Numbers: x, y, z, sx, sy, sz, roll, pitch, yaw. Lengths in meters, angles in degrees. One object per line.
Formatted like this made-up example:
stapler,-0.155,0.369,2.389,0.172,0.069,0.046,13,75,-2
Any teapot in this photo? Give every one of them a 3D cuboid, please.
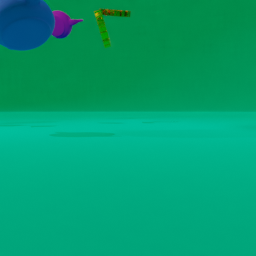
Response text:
teapot,-2.064,-2.196,5.403,1.235,0.973,1.987,-11,-19,-41
teapot,-2.432,-3.843,10.352,1.573,0.978,0.770,0,27,23

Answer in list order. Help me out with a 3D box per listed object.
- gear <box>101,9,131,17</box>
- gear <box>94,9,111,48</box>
gear,-0.531,-4.715,11.463,1.251,0.231,1.251,4,23,-2
gear,-0.977,-3.800,10.773,0.258,1.397,1.397,-17,4,-1
